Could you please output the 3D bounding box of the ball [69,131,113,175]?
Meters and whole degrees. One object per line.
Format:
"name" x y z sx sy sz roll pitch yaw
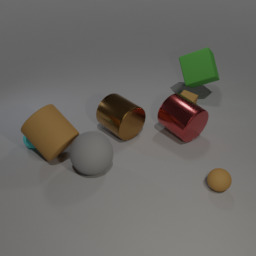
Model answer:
"ball" -1.167 0.803 8.991 1.400 1.400 1.400 0 32 0

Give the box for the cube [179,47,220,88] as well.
"cube" 3.398 -2.812 13.290 1.400 1.400 1.400 -14 -3 25

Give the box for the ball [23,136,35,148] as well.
"ball" -3.471 0.393 10.250 0.700 0.700 0.700 0 32 0

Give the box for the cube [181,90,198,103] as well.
"cube" 2.605 -1.135 12.463 0.700 0.700 0.700 26 53 22

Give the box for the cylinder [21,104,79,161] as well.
"cylinder" -2.625 0.151 9.514 1.400 1.400 1.400 47 43 1

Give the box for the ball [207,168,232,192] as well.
"ball" 2.733 1.551 8.383 0.700 0.700 0.700 0 32 0

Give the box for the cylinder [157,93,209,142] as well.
"cylinder" 2.087 -0.405 10.703 1.400 1.400 1.400 -23 47 -32

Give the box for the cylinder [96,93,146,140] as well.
"cylinder" -0.277 -0.446 10.846 1.400 1.400 1.400 -26 45 -35
